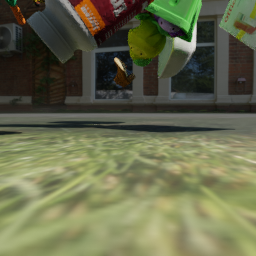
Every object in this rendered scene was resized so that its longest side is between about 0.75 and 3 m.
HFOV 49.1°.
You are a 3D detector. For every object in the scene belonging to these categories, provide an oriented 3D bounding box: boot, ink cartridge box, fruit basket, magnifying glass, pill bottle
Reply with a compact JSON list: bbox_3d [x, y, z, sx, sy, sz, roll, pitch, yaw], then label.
[{"bbox_3d":[-0.241,-1.509,7.827,0.589,0.822,0.289,-29,27,41],"label":"boot"},{"bbox_3d":[3.890,-3.085,7.335,1.168,2.032,2.800,3,36,-20],"label":"ink cartridge box"},{"bbox_3d":[0.677,-3.129,8.450,2.726,2.726,1.966,1,4,17],"label":"fruit basket"},{"bbox_3d":[-3.159,-3.471,7.551,0.659,0.186,1.657,13,-26,8],"label":"magnifying glass"},{"bbox_3d":[-0.666,-2.377,5.384,2.383,1.346,1.346,-40,6,-1],"label":"pill bottle"}]

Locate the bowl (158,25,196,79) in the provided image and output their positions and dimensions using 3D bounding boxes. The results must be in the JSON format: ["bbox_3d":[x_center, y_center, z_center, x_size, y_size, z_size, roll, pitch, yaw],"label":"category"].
[{"bbox_3d":[1.897,-3.412,10.804,0.986,2.638,2.642,5,-14,-4],"label":"bowl"}]

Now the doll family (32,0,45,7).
[{"bbox_3d":[-2.375,-3.672,7.919,1.111,0.642,0.436,0,-4,-35],"label":"doll family"}]
